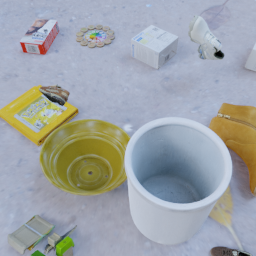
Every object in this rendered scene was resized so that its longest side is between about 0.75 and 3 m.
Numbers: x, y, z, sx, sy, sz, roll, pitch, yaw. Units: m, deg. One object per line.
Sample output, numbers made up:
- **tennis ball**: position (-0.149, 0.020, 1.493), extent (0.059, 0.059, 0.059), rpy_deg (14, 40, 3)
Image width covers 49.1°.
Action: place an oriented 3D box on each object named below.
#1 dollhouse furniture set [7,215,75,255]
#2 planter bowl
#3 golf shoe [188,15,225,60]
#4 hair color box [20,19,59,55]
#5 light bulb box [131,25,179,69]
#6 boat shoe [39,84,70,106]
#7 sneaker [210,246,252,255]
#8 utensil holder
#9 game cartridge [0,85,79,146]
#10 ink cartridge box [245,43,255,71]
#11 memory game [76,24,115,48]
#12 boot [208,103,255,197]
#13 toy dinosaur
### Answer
- **dollhouse furniture set**: position (-2.237, 3.081, 7.229), extent (1.539, 0.772, 1.008), rpy_deg (16, 30, 34)
- **planter bowl**: position (-1.125, 1.058, 8.248), extent (2.704, 1.126, 2.704), rpy_deg (2, 47, -3)
- **golf shoe**: position (2.794, -3.077, 9.665), extent (1.000, 2.056, 0.805), rpy_deg (30, 87, 39)
- **hair color box**: position (-4.007, -4.216, 12.835), extent (1.068, 0.616, 1.927), rpy_deg (8, 51, 7)
- **light bulb box**: position (1.140, -3.501, 12.063), extent (1.470, 0.917, 1.457), rpy_deg (34, 59, 25)
- **boat shoe**: position (-2.026, -0.975, 7.838), extent (1.224, 0.463, 0.452), rpy_deg (25, 72, 40)
- **sneaker**: position (2.632, 3.175, 7.114), extent (1.019, 0.385, 0.359), rpy_deg (6, 52, 5)
- **utensil holder**: position (1.065, 1.454, 6.991), extent (2.288, 2.693, 2.288), rpy_deg (0, 52, 0)
- **game cartridge**: position (-3.234, -0.571, 10.107), extent (2.213, 0.359, 1.951), rpy_deg (32, 58, 21)
- **ink cartridge box**: position (6.404, -2.942, 11.536), extent (2.478, 1.038, 1.798), rpy_deg (24, 56, 18)
- **memory game**: position (-1.549, -4.378, 13.273), extent (1.900, 0.121, 1.900), rpy_deg (0, 52, 0)
- **boot**: position (3.519, 0.559, 8.969), extent (2.113, 1.038, 2.951), rpy_deg (13, 65, 30)
- **toy dinosaur**: position (-1.693, 3.007, 7.358), extent (1.039, 0.246, 0.458), rpy_deg (-30, 51, -26)
